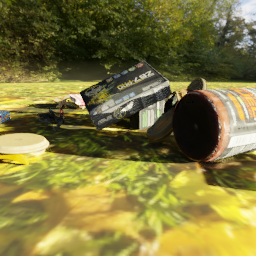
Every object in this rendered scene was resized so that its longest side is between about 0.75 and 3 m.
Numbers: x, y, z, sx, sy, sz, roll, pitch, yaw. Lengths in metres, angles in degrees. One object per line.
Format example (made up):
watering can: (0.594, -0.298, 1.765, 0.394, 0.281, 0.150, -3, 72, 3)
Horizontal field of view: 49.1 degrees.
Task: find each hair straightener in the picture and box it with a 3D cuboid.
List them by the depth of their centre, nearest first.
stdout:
hair straightener: (-2.841, -0.294, 10.300, 1.000, 0.532, 2.598, -3, 17, -14)

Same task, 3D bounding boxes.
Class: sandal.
sandal: (1.303, -0.626, 7.808, 2.390, 0.652, 0.977, -43, 24, -8)

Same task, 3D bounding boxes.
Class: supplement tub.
supplement tub: (2.636, -0.169, 6.672, 2.977, 1.592, 1.592, -7, 13, -29)

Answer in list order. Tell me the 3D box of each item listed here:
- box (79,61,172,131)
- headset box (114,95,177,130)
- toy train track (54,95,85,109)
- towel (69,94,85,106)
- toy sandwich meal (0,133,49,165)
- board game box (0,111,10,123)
box: (-0.167, -1.128, 9.148, 2.582, 0.634, 2.081, -26, 37, -4)
headset box: (0.467, -0.689, 10.478, 2.212, 1.026, 1.926, -11, 16, -39)
toy train track: (-3.052, -1.211, 14.661, 1.829, 0.298, 1.049, 14, 50, 21)
towel: (-1.685, -1.443, 15.265, 2.914, 0.436, 2.132, 0, 13, -22)
toy sandwich meal: (-2.515, 0.490, 6.359, 1.425, 0.488, 1.425, 3, 13, -1)
board game box: (-5.453, -0.433, 11.012, 1.198, 0.342, 1.224, 0, 12, -5)
